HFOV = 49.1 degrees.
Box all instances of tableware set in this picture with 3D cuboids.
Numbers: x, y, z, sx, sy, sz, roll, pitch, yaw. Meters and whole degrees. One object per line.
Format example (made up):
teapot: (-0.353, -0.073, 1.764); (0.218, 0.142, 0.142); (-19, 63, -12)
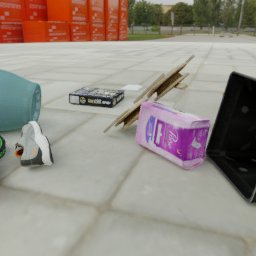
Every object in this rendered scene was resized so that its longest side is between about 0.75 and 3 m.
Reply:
tableware set: (0.678, -0.692, 7.671); (1.900, 0.576, 2.874); (-38, -3, -45)

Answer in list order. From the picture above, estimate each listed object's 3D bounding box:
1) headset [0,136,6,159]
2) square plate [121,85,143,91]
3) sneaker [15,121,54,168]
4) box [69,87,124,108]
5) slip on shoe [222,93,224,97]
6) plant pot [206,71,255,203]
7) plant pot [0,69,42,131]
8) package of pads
headset: (-3.973, 0.204, 6.800); (2.062, 0.969, 1.273); (19, 25, 15)
square plate: (0.193, -1.986, 13.725); (0.902, 0.128, 0.893); (7, 23, 18)
sneaker: (-2.409, 0.359, 6.805); (0.766, 0.714, 1.932); (-15, 25, -24)
box: (-1.248, -1.301, 11.457); (1.870, 0.459, 1.507); (6, 23, 15)
slip on shoe: (4.424, -1.230, 10.563); (2.550, 0.780, 0.944); (-16, 3, -36)
plant pot: (3.064, 0.170, 5.721); (1.842, 2.071, 2.076); (8, 19, -12)
plant pot: (-3.623, -0.802, 8.274); (1.871, 1.991, 1.991); (6, 20, -6)
package of pads: (0.989, 0.105, 6.789); (0.721, 1.149, 1.907); (-6, 21, -35)
